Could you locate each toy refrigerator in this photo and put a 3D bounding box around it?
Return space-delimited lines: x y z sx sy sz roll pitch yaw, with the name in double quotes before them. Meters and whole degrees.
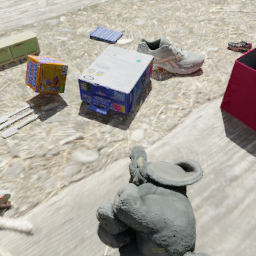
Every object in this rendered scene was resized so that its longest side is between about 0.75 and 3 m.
"toy refrigerator" -4.616 -3.195 11.298 1.964 0.745 0.687 -27 53 -24

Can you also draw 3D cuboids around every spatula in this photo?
"spatula" -3.565 -0.271 9.058 1.369 0.110 0.952 -33 50 -28

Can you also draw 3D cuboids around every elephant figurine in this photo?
"elephant figurine" 0.776 1.462 6.369 2.300 2.097 2.964 46 40 1

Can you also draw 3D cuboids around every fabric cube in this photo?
"fabric cube" 4.379 -1.236 8.695 1.896 1.926 1.932 -30 54 -26

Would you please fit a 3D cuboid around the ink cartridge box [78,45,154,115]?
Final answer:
"ink cartridge box" -0.455 -1.600 9.621 1.836 1.027 2.691 18 48 16

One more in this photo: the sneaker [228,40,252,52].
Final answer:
"sneaker" 4.731 -3.524 11.855 0.996 0.372 0.402 15 49 14

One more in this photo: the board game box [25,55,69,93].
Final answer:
"board game box" -2.743 -1.793 9.410 0.996 0.997 0.996 -6 28 -43

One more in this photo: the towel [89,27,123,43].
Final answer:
"towel" -0.990 -4.205 12.669 1.301 0.155 0.942 20 48 16

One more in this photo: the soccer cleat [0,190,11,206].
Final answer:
"soccer cleat" -3.693 1.810 6.846 1.572 0.545 0.610 -21 48 -15

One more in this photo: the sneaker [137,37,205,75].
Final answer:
"sneaker" 1.603 -2.822 10.620 2.688 1.236 1.017 2 48 2
